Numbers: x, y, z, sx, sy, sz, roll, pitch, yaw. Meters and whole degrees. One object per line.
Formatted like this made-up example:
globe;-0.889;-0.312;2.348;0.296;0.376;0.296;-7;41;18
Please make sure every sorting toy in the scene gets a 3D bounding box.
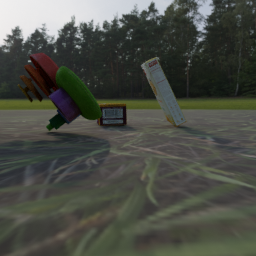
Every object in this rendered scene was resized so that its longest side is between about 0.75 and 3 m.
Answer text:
sorting toy;-1.863;-0.734;7.037;1.198;1.753;2.918;-40;46;-13

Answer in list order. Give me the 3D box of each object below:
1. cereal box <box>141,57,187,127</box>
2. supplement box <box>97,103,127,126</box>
cereal box;1.147;-1.213;9.380;0.445;2.254;1.622;-27;9;2
supplement box;-0.652;-0.525;10.315;0.971;0.754;1.760;-2;5;-9
